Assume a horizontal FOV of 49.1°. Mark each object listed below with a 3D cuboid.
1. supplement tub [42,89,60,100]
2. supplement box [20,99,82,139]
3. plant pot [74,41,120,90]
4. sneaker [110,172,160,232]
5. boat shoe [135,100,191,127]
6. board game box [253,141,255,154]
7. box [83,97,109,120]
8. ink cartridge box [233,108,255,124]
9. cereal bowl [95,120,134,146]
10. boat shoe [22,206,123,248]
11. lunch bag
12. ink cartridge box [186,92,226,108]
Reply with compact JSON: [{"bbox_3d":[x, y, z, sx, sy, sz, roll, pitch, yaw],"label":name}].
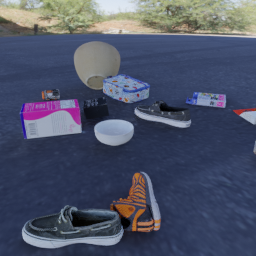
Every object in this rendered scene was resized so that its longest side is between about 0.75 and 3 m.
[{"bbox_3d":[-4.175,-1.800,15.151,0.876,0.537,0.537,-8,25,-18],"label":"supplement tub"},{"bbox_3d":[-3.049,-0.391,11.258,2.212,1.120,1.143,-5,25,-12],"label":"supplement box"},{"bbox_3d":[-1.829,-3.431,16.770,2.832,2.832,1.901,-2,60,-4],"label":"plant pot"},{"bbox_3d":[0.076,1.746,6.952,1.076,0.745,1.921,-2,24,-8],"label":"sneaker"},{"bbox_3d":[1.497,-0.784,12.394,2.768,0.917,0.968,19,31,37],"label":"boat shoe"},{"bbox_3d":[4.818,0.820,9.328,0.803,0.488,1.007,-1,23,-2],"label":"board game box"},{"bbox_3d":[-1.458,-0.929,12.836,1.061,0.593,1.503,-13,19,-3],"label":"box"},{"bbox_3d":[5.900,-0.706,12.861,1.369,0.404,1.711,-5,26,-11],"label":"ink cartridge box"},{"bbox_3d":[-0.515,0.234,10.491,1.477,0.615,1.477,0,23,0],"label":"cereal bowl"},{"bbox_3d":[-1.220,2.060,6.162,2.223,0.788,0.801,-2,25,-1],"label":"boat shoe"},{"bbox_3d":[-0.107,-2.254,15.481,1.981,0.934,2.473,-23,40,-36],"label":"lunch bag"},{"bbox_3d":[4.089,-1.513,14.713,1.981,0.416,1.182,5,24,16],"label":"ink cartridge box"}]
